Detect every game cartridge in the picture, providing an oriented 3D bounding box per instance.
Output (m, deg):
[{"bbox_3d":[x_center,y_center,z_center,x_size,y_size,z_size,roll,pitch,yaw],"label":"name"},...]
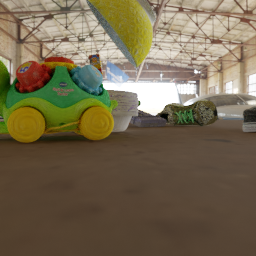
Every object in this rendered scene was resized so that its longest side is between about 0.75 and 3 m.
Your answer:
[{"bbox_3d":[0.226,-0.488,10.094,1.311,0.388,2.022,3,16,-44],"label":"game cartridge"}]

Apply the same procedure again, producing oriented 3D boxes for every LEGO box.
[{"bbox_3d":[-1.429,-2.821,12.588,0.473,0.913,1.226,-8,13,-2],"label":"LEGO box"}]

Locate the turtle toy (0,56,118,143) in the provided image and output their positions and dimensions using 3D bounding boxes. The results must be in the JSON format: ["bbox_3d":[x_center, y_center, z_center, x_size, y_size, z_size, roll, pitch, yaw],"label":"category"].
[{"bbox_3d":[-1.295,-0.445,4.150,2.376,1.201,1.732,-1,2,-18],"label":"turtle toy"}]

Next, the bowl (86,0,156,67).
[{"bbox_3d":[0.027,-3.047,8.005,1.273,2.367,2.367,-37,0,3],"label":"bowl"}]

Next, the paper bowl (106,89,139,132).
[{"bbox_3d":[-0.613,-0.362,6.234,1.705,0.887,1.705,0,2,0],"label":"paper bowl"}]

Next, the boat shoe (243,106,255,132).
[{"bbox_3d":[3.053,-0.221,6.592,0.594,0.585,1.649,1,2,28],"label":"boat shoe"}]

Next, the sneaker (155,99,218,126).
[{"bbox_3d":[2.066,-0.402,10.469,1.192,1.034,2.690,-25,14,-36],"label":"sneaker"}]

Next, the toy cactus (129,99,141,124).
[{"bbox_3d":[-0.809,-0.837,12.234,2.622,1.341,2.163,5,4,21],"label":"toy cactus"}]
